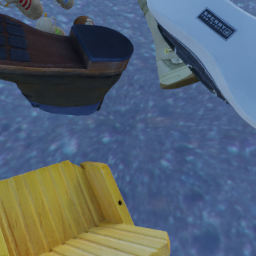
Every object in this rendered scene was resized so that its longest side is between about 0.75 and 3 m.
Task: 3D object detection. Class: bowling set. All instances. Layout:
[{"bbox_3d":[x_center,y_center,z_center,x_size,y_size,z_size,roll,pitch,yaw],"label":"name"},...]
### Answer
[{"bbox_3d":[-1.478,-2.276,5.252,1.597,1.232,2.295,10,96,6],"label":"bowling set"}]

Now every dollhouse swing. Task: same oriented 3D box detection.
[{"bbox_3d":[-0.608,0.958,3.054,1.612,1.417,1.465,-15,75,-38],"label":"dollhouse swing"}]

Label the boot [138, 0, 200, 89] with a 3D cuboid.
[{"bbox_3d":[1.605,-2.180,5.189,1.047,2.875,2.235,-10,83,-54],"label":"boot"}]

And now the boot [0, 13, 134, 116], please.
[{"bbox_3d":[-1.403,-0.668,3.873,2.897,1.404,1.082,-3,53,-27],"label":"boot"}]

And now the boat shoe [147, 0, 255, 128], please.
[{"bbox_3d":[1.172,-0.820,3.420,0.914,0.866,2.613,-42,72,0],"label":"boat shoe"}]
